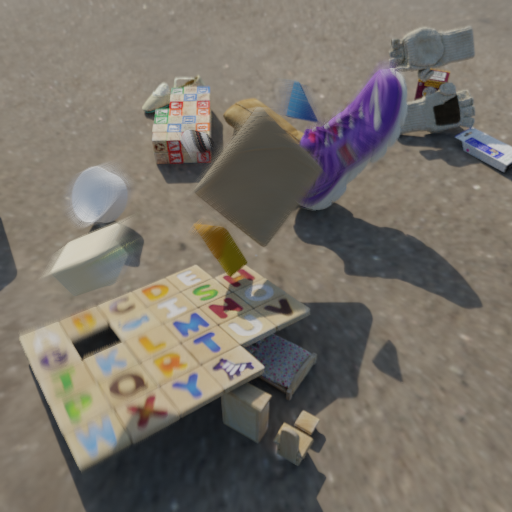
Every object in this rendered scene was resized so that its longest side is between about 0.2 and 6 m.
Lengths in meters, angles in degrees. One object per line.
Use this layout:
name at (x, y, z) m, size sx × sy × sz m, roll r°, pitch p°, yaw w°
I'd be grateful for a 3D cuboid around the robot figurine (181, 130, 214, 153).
robot figurine at (-0.945, -1.819, 8.919) m, size 0.515 × 0.387 × 0.321 m, roll 17°, pitch 42°, yaw 13°

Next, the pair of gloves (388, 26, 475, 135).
pair of gloves at (4.025, -3.978, 12.758) m, size 1.990 × 2.340 × 0.410 m, roll -5°, pitch 14°, yaw -2°

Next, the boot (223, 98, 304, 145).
boot at (0.048, -2.642, 12.534) m, size 1.991 × 0.752 × 2.274 m, roll -24°, pitch 52°, yaw -37°

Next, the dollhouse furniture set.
dollhouse furniture set at (0.419, 1.619, 8.340) m, size 1.818 × 1.041 × 2.132 m, roll 25°, pitch 52°, yaw 21°

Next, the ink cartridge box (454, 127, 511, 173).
ink cartridge box at (5.206, -2.403, 12.588) m, size 0.668 × 0.261 × 1.410 m, roll -30°, pitch 54°, yaw -25°

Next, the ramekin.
ramekin at (-2.998, -1.139, 10.822) m, size 1.057 × 1.057 × 0.515 m, roll 35°, pitch 12°, yaw 28°

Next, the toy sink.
toy sink at (-1.905, 0.061, 6.716) m, size 0.855 × 0.479 × 0.557 m, roll -19°, pitch 37°, yaw 25°

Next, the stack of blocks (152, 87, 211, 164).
stack of blocks at (-1.672, -3.052, 12.930) m, size 1.249 × 0.635 × 2.169 m, roll -2°, pitch 47°, yaw -2°

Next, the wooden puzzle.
wooden puzzle at (0.044, -1.230, 9.211) m, size 2.936 × 1.981 × 0.343 m, roll -47°, pitch 38°, yaw -5°

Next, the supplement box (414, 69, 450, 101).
supplement box at (4.164, -3.878, 13.410) m, size 0.681 × 1.041 × 0.537 m, roll 14°, pitch 51°, yaw 15°

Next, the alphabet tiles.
alphabet tiles at (-1.287, 1.207, 8.482) m, size 3.891 × 0.147 × 3.252 m, roll -23°, pitch 32°, yaw -25°

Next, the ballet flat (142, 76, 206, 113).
ballet flat at (-2.069, -4.076, 13.912) m, size 1.752 × 0.608 × 0.608 m, roll -25°, pitch 52°, yaw -23°

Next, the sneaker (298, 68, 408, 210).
sneaker at (1.557, -2.146, 10.440) m, size 1.292 × 3.098 × 1.249 m, roll 19°, pitch 32°, yaw -34°
